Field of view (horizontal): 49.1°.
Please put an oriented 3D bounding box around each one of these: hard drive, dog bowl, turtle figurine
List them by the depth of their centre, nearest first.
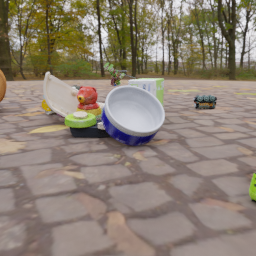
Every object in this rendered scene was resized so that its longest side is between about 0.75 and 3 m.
[{"bbox_3d":[0.156,-0.435,9.333,2.014,0.793,2.014,11,50,-13],"label":"dog bowl"},{"bbox_3d":[-1.031,-0.009,10.659,2.203,0.466,1.486,-1,13,-4],"label":"hard drive"},{"bbox_3d":[-0.511,-2.770,13.793,1.265,1.227,0.911,-27,45,18],"label":"turtle figurine"}]

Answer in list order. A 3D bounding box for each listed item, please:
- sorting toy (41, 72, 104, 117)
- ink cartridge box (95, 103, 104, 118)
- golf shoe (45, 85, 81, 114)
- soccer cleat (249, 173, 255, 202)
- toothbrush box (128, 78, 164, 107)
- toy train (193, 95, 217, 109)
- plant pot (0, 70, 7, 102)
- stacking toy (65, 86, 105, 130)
[{"bbox_3d":[-2.735,-1.234,12.780,2.712,1.449,2.441,30,3,-16],"label":"sorting toy"},{"bbox_3d":[-1.233,-1.048,15.136,2.450,0.587,1.783,-14,18,-42],"label":"ink cartridge box"},{"bbox_3d":[-3.168,-1.294,14.381,2.801,1.081,1.233,-16,28,44],"label":"golf shoe"},{"bbox_3d":[3.025,1.018,5.594,1.685,0.683,0.569,-9,16,-36],"label":"soccer cleat"},{"bbox_3d":[0.891,-1.275,12.919,1.153,1.951,2.679,3,13,15],"label":"toothbrush box"},{"bbox_3d":[4.585,-1.535,16.662,1.432,0.816,0.610,-2,13,-5],"label":"toy train"},{"bbox_3d":[-8.043,-2.006,15.009,2.912,2.912,2.038,-6,31,-23],"label":"plant pot"},{"bbox_3d":[-1.034,-0.841,10.510,2.673,1.129,2.420,6,19,16],"label":"stacking toy"}]
